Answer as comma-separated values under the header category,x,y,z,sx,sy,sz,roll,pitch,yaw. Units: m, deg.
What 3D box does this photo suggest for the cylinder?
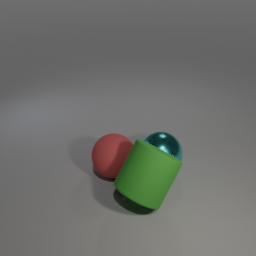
category,x,y,z,sx,sy,sz,roll,pitch,yaw
cylinder,0.539,1.224,7.579,1.400,1.400,1.400,27,2,-1

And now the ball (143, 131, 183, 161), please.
category,x,y,z,sx,sy,sz,roll,pitch,yaw
ball,1.037,0.810,8.927,1.400,1.400,1.400,0,30,0

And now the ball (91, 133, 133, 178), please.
category,x,y,z,sx,sy,sz,roll,pitch,yaw
ball,-0.443,0.868,8.803,1.400,1.400,1.400,0,30,0
